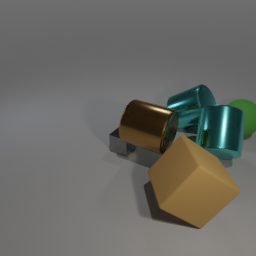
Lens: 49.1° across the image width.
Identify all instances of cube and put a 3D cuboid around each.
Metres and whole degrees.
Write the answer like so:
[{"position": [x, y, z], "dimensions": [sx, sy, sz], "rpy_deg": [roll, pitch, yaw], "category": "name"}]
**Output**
[{"position": [-0.169, 0.453, 9.737], "dimensions": [0.700, 0.700, 0.700], "rpy_deg": [17, 34, 27], "category": "cube"}, {"position": [1.560, 1.309, 6.942], "dimensions": [1.400, 1.400, 1.400], "rpy_deg": [31, 20, -23], "category": "cube"}]

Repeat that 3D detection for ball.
[{"position": [4.210, -0.374, 10.431], "dimensions": [1.400, 1.400, 1.400], "rpy_deg": [0, 30, 0], "category": "ball"}]

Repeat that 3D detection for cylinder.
[{"position": [2.434, -0.779, 10.688], "dimensions": [1.400, 1.400, 1.400], "rpy_deg": [-19, 13, 41], "category": "cylinder"}, {"position": [2.924, 0.158, 8.915], "dimensions": [1.400, 1.400, 1.400], "rpy_deg": [8, 74, 13], "category": "cylinder"}, {"position": [0.658, -0.043, 8.552], "dimensions": [1.400, 1.400, 1.400], "rpy_deg": [17, 34, 23], "category": "cylinder"}]
